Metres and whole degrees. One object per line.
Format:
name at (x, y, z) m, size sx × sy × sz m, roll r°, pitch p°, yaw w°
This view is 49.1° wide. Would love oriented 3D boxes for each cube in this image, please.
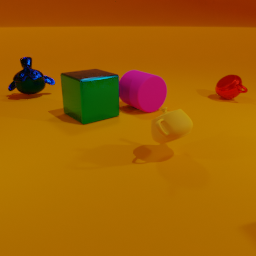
cube at (-1.143, -1.007, 8.504) m, size 1.294 × 1.294 × 1.294 m, roll -16°, pitch 27°, yaw -34°

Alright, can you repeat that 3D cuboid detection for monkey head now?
monkey head at (-3.705, -1.923, 10.540) m, size 1.768 × 1.272 × 1.065 m, roll -10°, pitch -19°, yaw -10°

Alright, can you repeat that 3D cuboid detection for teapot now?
teapot at (3.733, -1.460, 10.353) m, size 0.978 × 0.771 × 1.574 m, roll -47°, pitch 26°, yaw -13°
teapot at (0.903, -0.102, 5.989) m, size 0.903 × 0.711 × 1.452 m, roll -22°, pitch -1°, yaw 28°

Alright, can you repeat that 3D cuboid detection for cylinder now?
cylinder at (0.457, -1.219, 9.169) m, size 1.186 × 1.186 × 1.186 m, roll -14°, pitch 26°, yaw -31°
